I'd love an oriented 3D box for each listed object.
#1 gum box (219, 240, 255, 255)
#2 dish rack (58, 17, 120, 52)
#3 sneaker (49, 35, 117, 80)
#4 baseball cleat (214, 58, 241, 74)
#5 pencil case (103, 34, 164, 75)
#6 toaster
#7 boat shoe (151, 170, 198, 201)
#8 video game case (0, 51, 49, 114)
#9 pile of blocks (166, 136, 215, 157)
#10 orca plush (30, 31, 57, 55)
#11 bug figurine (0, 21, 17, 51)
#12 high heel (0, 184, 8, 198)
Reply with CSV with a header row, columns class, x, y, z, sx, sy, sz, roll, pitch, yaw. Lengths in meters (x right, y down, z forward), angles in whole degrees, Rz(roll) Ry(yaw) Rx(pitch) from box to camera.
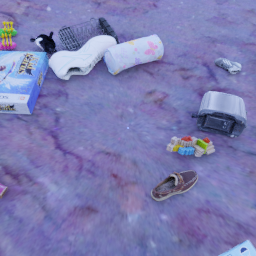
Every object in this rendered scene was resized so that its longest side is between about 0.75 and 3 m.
class,x,y,z,sx,sy,sz,roll,pitch,yaw
gum box,0.736,3.209,4.987,2.931,2.490,0.653,-21,58,-15
dish rack,-1.684,-3.814,11.725,2.321,0.633,1.780,-21,53,-13
sneaker,-1.553,-2.587,10.624,2.709,0.953,1.086,-28,62,-11
baseball cleat,3.811,-2.369,10.723,1.036,0.361,0.552,13,53,11
pencil case,0.236,-2.777,10.593,2.252,1.022,0.936,-23,27,-18
toaster,2.889,-0.472,8.873,1.711,0.972,1.105,13,49,11
boat shoe,1.296,1.479,7.601,1.470,0.529,0.530,-20,55,-15
video game case,-4.378,-1.728,10.058,2.466,0.618,2.721,3,52,1
pile of blocks,1.883,0.489,8.201,1.469,0.457,0.603,-1,31,-13
orca plush,-3.196,-3.458,10.863,1.089,0.736,2.070,23,15,-16
bug figurine,-5.591,-3.698,11.606,1.878,0.623,2.422,-8,48,-13
high heel,-3.847,1.938,7.127,0.760,0.534,1.585,28,50,-3
